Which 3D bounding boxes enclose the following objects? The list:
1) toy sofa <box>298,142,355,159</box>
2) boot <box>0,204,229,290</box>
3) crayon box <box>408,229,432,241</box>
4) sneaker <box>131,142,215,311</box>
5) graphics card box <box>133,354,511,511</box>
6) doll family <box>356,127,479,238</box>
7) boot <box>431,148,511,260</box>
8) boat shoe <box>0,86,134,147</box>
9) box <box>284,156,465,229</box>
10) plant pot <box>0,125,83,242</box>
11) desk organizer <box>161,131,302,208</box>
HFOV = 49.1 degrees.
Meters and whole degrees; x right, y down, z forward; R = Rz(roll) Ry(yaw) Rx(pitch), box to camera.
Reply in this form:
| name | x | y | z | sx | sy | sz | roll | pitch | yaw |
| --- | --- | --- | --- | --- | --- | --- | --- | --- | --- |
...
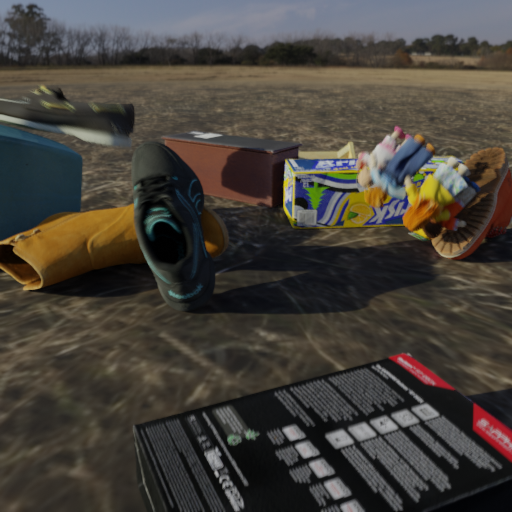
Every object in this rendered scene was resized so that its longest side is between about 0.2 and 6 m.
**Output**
| name | x | y | z | sx | sy | sz | roll | pitch | yaw |
| --- | --- | --- | --- | --- | --- | --- | --- | --- | --- |
| toy sofa | 1.217 | -1.952 | 12.796 | 2.086 | 1.018 | 0.864 | 0 | 46 | 0 |
| boot | -2.036 | -0.068 | 7.679 | 2.888 | 1.016 | 2.068 | 7 | 26 | 32 |
| crayon box | 3.014 | -0.436 | 9.530 | 0.705 | 0.182 | 0.443 | -8 | 23 | -19 |
| sneaker | -1.078 | -0.564 | 6.990 | 0.929 | 0.976 | 2.463 | -21 | 64 | 0 |
| graphics card box | 0.521 | 1.508 | 3.867 | 2.447 | 0.622 | 1.535 | -8 | 23 | -24 |
| doll family | 2.220 | -1.053 | 8.100 | 1.929 | 1.197 | 0.869 | 42 | 3 | 18 |
| boot | 3.605 | -0.566 | 8.939 | 0.863 | 1.234 | 2.301 | 2 | 44 | 47 |
| boat shoe | -3.485 | -2.552 | 9.917 | 2.657 | 0.800 | 0.947 | 11 | 10 | -6 |
| box | 2.207 | -1.181 | 10.231 | 3.304 | 1.062 | 1.157 | -1 | 21 | -5 |
| plant pot | -4.385 | -1.107 | 8.830 | 2.953 | 2.086 | 2.087 | -3 | 20 | -31 |
| desk organizer | -0.566 | -1.913 | 11.997 | 2.980 | 1.147 | 1.069 | 15 | 26 | 34 |
